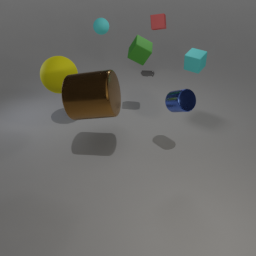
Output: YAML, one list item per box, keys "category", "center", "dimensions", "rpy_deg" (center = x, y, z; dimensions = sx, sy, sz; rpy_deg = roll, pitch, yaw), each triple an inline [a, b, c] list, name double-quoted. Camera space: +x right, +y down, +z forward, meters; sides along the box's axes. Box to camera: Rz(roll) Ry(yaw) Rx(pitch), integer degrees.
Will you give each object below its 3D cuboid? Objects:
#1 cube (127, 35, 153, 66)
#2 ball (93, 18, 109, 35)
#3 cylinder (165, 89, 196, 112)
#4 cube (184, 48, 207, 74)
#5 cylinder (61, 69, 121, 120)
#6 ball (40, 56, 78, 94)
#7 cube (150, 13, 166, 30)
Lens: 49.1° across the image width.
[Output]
- category: "cube"
  center: [0.465, -2.984, 10.749]
  dimensions: [0.700, 0.700, 0.700]
  rpy_deg: [23, 46, -18]
- category: "ball"
  center: [-1.178, -4.467, 12.303]
  dimensions: [0.700, 0.700, 0.700]
  rpy_deg: [0, 31, 0]
- category: "cylinder"
  center: [1.643, -0.845, 8.772]
  dimensions: [0.700, 0.700, 0.700]
  rpy_deg: [-17, 9, -26]
- category: "cube"
  center: [2.814, -2.814, 11.709]
  dimensions: [0.700, 0.700, 0.700]
  rpy_deg: [24, 52, 27]
- category: "cylinder"
  center: [-1.058, -0.979, 8.427]
  dimensions: [1.400, 1.400, 1.400]
  rpy_deg: [-4, 30, 14]
- category: "ball"
  center: [-2.601, -2.009, 10.602]
  dimensions: [1.400, 1.400, 1.400]
  rpy_deg: [0, 31, 0]
- category: "cube"
  center: [1.562, -5.422, 14.330]
  dimensions: [0.700, 0.700, 0.700]
  rpy_deg: [-2, 16, 15]
